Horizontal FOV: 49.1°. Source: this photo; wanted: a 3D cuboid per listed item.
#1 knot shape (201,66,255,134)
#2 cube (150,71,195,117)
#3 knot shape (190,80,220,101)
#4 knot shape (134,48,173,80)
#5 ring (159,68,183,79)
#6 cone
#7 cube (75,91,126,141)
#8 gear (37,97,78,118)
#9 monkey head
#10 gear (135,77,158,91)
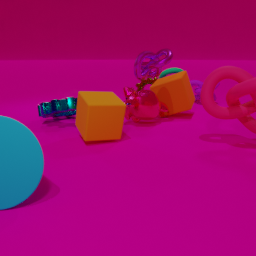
[{"bbox_3d":[2.651,-0.547,6.222,1.820,1.703,0.841,-2,45,36],"label":"knot shape"},{"bbox_3d":[1.538,-1.163,9.511,1.108,1.108,1.108,-14,17,25],"label":"cube"},{"bbox_3d":[3.273,-1.558,12.043,1.553,0.718,1.454,-6,-16,34],"label":"knot shape"},{"bbox_3d":[0.626,-1.775,8.044,1.273,0.588,1.192,-25,-7,-16],"label":"knot shape"},{"bbox_3d":[1.923,-2.229,12.221,1.167,0.233,1.167,-4,-24,-2],"label":"ring"},{"bbox_3d":[-1.882,0.437,4.469,1.317,1.317,1.322,-1,4,-5],"label":"cone"},{"bbox_3d":[-0.692,-0.308,6.830,0.927,0.927,0.927,-2,27,-25],"label":"cube"},{"bbox_3d":[-1.814,-0.625,8.683,1.845,0.341,1.845,-8,-2,0],"label":"gear"},{"bbox_3d":[0.387,-0.839,8.473,1.095,1.308,1.818,-29,-30,32],"label":"monkey head"},{"bbox_3d":[0.846,-1.411,10.998,1.202,1.202,0.222,7,12,23],"label":"gear"}]
